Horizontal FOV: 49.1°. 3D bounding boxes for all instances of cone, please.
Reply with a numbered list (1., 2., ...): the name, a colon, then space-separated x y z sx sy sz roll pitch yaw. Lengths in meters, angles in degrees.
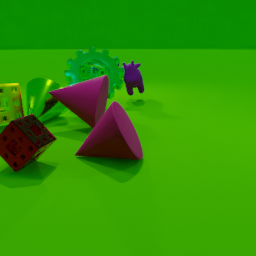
1. cone: -0.572 0.314 5.940 1.335 1.330 1.330 -26 13 13
2. cone: -1.469 -0.839 7.786 1.563 1.558 1.558 12 18 4
3. cone: -2.713 -0.485 8.482 1.492 1.492 1.498 4 44 12

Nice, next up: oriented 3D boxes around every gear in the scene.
1. gear: -1.115 -1.800 9.394 1.941 1.941 0.359 -3 -22 -9

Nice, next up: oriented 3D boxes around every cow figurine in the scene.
1. cow figurine: 0.172 -2.126 11.282 0.911 1.633 1.659 -11 37 7

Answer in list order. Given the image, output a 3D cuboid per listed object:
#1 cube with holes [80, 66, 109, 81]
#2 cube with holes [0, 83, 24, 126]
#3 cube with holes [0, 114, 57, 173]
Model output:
1. cube with holes: -1.230 -1.701 10.321 0.980 0.980 0.980 0 8 -38
2. cube with holes: -3.780 -0.649 7.940 1.120 1.120 1.120 3 12 43
3. cube with holes: -2.007 0.275 5.455 0.718 0.718 0.718 47 18 -1
